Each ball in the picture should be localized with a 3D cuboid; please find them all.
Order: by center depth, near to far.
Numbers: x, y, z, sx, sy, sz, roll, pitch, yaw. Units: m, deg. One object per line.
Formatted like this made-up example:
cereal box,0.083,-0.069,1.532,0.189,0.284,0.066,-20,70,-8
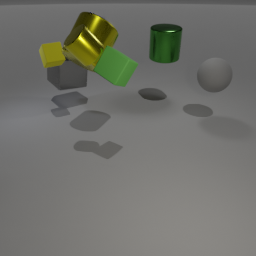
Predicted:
ball,3.555,-2.165,11.510,1.400,1.400,1.400,0,27,0

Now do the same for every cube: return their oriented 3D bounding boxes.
cube,-0.293,-1.517,6.978,0.700,0.700,0.700,36,15,14
cube,-2.824,-2.714,10.421,0.700,0.700,0.700,-18,3,-26
cube,-2.795,-2.691,12.846,1.400,1.400,1.400,-14,36,-34

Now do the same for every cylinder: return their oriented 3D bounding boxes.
cylinder,-1.059,-1.975,6.724,0.700,0.700,0.700,-28,40,27
cylinder,-1.220,-2.730,9.046,1.400,1.400,1.400,26,-4,2
cylinder,1.669,-3.804,12.569,1.400,1.400,1.400,0,34,0
